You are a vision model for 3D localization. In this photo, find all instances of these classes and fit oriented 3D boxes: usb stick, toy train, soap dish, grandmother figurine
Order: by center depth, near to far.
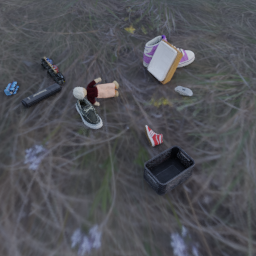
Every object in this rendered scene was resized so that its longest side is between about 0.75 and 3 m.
[{"bbox_3d":[-1.415,-1.569,12.289,2.049,1.242,0.620,-8,11,-32],"label":"grandmother figurine"},{"bbox_3d":[-3.926,-1.516,12.828,1.908,0.311,0.529,-34,56,-27],"label":"usb stick"},{"bbox_3d":[-5.470,-1.880,13.161,0.458,0.348,0.802,-4,47,5],"label":"toy train"},{"bbox_3d":[1.808,-3.195,13.544,0.702,1.729,1.360,-3,40,-40],"label":"soap dish"},{"bbox_3d":[-3.780,-2.928,14.092,0.545,0.406,2.380,-24,52,-25],"label":"toy train"}]

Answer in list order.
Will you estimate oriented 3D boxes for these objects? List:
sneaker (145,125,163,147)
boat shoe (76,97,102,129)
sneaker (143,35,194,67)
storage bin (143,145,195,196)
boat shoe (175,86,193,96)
[{"bbox_3d":[1.039,0.262,11.131,0.558,0.353,0.992,-15,56,-8],"label":"sneaker"},{"bbox_3d":[-1.727,-0.687,11.810,0.667,0.656,1.849,-28,53,-24],"label":"boat shoe"},{"bbox_3d":[2.176,-3.942,14.263,2.744,1.564,0.994,-9,46,-10],"label":"sneaker"},{"bbox_3d":[1.416,1.456,9.758,1.571,0.736,1.062,-27,52,-24],"label":"storage bin"},{"bbox_3d":[2.543,-1.670,12.955,0.885,0.377,0.327,14,75,-23],"label":"boat shoe"}]
